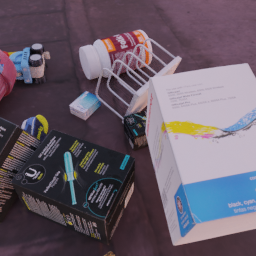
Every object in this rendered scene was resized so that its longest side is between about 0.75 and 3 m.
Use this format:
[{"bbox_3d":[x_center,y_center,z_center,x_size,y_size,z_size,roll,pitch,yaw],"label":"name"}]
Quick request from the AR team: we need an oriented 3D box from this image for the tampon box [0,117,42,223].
[{"bbox_3d":[-3.398,0.842,6.625,1.647,1.387,2.198,22,75,20],"label":"tampon box"}]

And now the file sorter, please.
[{"bbox_3d":[0.294,-1.578,8.951,1.423,1.586,2.285,41,58,9],"label":"file sorter"}]

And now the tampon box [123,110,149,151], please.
[{"bbox_3d":[0.522,0.019,8.340,1.113,0.703,0.834,-17,50,-15],"label":"tampon box"}]

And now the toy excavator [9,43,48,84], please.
[{"bbox_3d":[-4.002,-2.053,9.968,2.040,1.019,1.983,-4,49,-7],"label":"toy excavator"}]

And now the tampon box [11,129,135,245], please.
[{"bbox_3d":[-1.161,1.355,6.630,2.253,1.422,1.688,17,50,15],"label":"tampon box"}]

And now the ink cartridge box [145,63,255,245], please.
[{"bbox_3d":[1.528,0.489,5.207,1.915,1.949,2.648,-9,60,-5],"label":"ink cartridge box"}]

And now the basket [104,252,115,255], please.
[{"bbox_3d":[-0.513,3.168,5.340,1.266,0.903,0.943,-30,53,-24],"label":"basket"}]

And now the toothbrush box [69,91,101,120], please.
[{"bbox_3d":[-1.404,-0.752,9.269,0.637,0.371,0.870,25,52,21],"label":"toothbrush box"}]

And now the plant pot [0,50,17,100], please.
[{"bbox_3d":[-4.955,-1.187,8.457,2.517,2.517,2.253,5,63,5],"label":"plant pot"}]

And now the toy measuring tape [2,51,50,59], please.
[{"bbox_3d":[-4.167,-2.458,10.545,2.381,0.876,0.876,-6,48,-6],"label":"toy measuring tape"}]

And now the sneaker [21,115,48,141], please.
[{"bbox_3d":[-2.868,0.509,7.917,0.757,0.680,1.839,-4,57,25],"label":"sneaker"}]

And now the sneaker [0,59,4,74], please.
[{"bbox_3d":[-2.291,-0.929,4.455,0.536,0.482,1.303,-30,54,0],"label":"sneaker"}]

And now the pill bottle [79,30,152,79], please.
[{"bbox_3d":[-0.463,-2.675,10.322,2.423,1.384,1.384,-20,51,-18],"label":"pill bottle"}]
